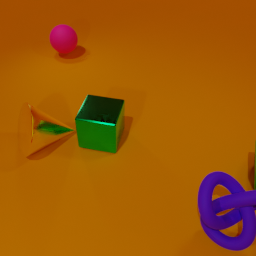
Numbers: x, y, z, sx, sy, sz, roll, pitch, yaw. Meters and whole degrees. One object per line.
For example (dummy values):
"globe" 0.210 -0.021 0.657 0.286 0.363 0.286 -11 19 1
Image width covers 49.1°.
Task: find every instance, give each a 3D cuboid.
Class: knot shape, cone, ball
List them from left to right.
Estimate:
"cone" -2.123 0.060 7.747 1.441 1.435 1.435 1 38 -35
"ball" -2.522 -3.489 10.993 1.082 1.082 1.082 0 44 0
"knot shape" 2.177 1.558 5.510 1.565 1.672 0.773 -21 23 3

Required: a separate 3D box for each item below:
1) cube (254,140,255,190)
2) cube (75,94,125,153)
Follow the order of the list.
"cube" 3.492 0.918 6.582 0.941 0.941 0.941 2 47 23
"cube" -0.732 -0.123 7.732 1.089 1.089 1.089 9 44 8
